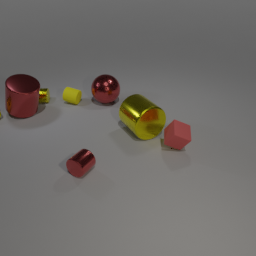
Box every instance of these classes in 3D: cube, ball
[{"bbox_3d":[1.763,0.245,10.003,0.700,0.700,0.700,20,50,-18],"label":"cube"},{"bbox_3d":[-1.068,-1.868,13.437,1.400,1.400,1.400,0,31,0],"label":"ball"}]

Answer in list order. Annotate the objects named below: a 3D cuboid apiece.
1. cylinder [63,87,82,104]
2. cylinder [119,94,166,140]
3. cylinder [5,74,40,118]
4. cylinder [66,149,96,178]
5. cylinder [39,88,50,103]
[{"bbox_3d":[-2.693,-1.566,13.537,0.700,0.700,0.700,17,34,9],"label":"cylinder"},{"bbox_3d":[0.552,-0.456,11.073,1.400,1.400,1.400,-15,34,-24],"label":"cylinder"},{"bbox_3d":[-4.625,-1.405,12.278,1.400,1.400,1.400,12,42,-11],"label":"cylinder"},{"bbox_3d":[-1.524,1.137,9.104,0.700,0.700,0.700,17,35,26],"label":"cylinder"},{"bbox_3d":[-4.232,-1.585,13.667,0.700,0.700,0.700,-2,31,-3],"label":"cylinder"}]
